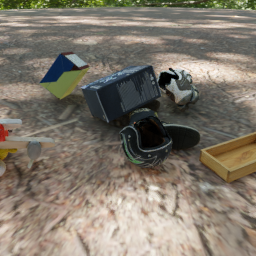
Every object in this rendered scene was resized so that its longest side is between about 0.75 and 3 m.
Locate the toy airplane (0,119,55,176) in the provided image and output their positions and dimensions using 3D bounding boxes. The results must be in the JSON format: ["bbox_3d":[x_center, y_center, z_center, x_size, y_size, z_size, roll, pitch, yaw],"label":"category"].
[{"bbox_3d":[-3.040,0.430,6.489,2.035,1.436,2.026,-4,-6,20],"label":"toy airplane"}]

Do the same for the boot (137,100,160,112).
[{"bbox_3d":[0.348,-0.959,10.148,1.238,0.494,1.362,-8,23,-19],"label":"boot"}]

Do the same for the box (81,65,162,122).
[{"bbox_3d":[-0.238,-1.161,9.000,2.019,1.081,1.499,-28,22,-19],"label":"box"}]

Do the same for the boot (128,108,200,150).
[{"bbox_3d":[0.943,-0.065,8.124,2.071,0.747,1.564,2,26,2],"label":"boot"}]

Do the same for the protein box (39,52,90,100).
[{"bbox_3d":[-2.307,-1.986,10.424,0.952,1.401,1.411,39,16,-7],"label":"protein box"}]

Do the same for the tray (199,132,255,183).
[{"bbox_3d":[2.952,0.685,7.124,2.046,0.379,1.009,-13,31,-25],"label":"tray"}]

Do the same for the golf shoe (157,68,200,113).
[{"bbox_3d":[1.695,-1.813,10.390,1.394,1.147,2.952,39,17,-23],"label":"golf shoe"}]

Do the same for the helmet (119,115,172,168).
[{"bbox_3d":[0.451,0.397,6.802,1.221,1.164,1.221,-30,-6,-4],"label":"helmet"}]
